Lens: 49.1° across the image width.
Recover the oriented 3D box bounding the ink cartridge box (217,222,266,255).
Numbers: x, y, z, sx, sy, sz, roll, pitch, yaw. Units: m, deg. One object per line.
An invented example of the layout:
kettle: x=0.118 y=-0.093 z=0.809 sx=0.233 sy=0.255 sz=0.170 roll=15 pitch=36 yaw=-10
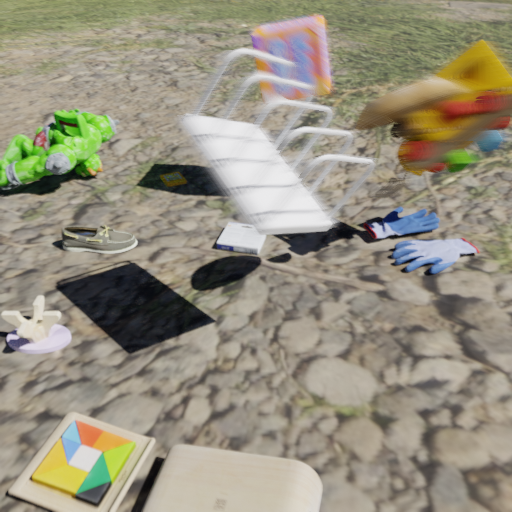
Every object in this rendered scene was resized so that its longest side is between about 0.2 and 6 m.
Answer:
ink cartridge box: x=-0.283 y=-0.379 z=11.924 sx=0.897 sy=0.198 sz=0.914 roll=8 pitch=33 yaw=12

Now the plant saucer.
plant saucer: x=2.181 y=-2.240 z=8.179 sx=1.584 sy=0.280 sz=1.584 roll=-17 pitch=3 yaw=1

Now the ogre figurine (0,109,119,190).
ogre figurine: x=-4.988 y=-2.818 z=14.268 sx=2.088 sy=1.709 sz=3.483 roll=4 pitch=20 yaw=28

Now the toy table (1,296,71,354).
toy table: x=-3.637 y=1.170 z=9.247 sx=1.032 sy=0.605 sz=0.949 roll=-6 pitch=34 yaw=-7

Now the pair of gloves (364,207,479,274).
pair of gloves: x=3.410 y=-0.375 z=11.877 sx=1.848 sy=0.262 sz=2.298 roll=-12 pitch=36 yaw=-20

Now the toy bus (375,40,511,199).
toy bus: x=3.336 y=-2.537 z=10.079 sx=2.726 sy=2.572 sz=1.408 roll=-20 pitch=71 yaw=-17

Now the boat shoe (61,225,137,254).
boat shoe: x=-3.281 y=-0.377 z=11.670 sx=1.551 sy=0.464 sz=0.554 roll=0 pitch=34 yaw=0

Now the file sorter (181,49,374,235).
file sorter: x=0.328 y=-1.521 z=7.569 sx=1.477 sy=1.325 sz=2.129 roll=-6 pitch=55 yaw=-48

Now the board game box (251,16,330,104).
board game box: x=0.788 y=-4.185 z=11.910 sx=1.408 sy=1.407 sz=1.407 roll=-6 pitch=27 yaw=12

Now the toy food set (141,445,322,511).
toy food set: x=-0.375 y=3.086 z=6.505 sx=2.085 sy=0.630 sz=1.496 roll=1 pitch=33 yaw=17

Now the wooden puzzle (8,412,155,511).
wooden puzzle: x=-2.235 y=2.689 z=7.273 sx=1.449 sy=0.270 sz=1.340 roll=10 pitch=36 yaw=15

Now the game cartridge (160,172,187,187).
game cartridge: x=-2.126 y=-1.969 z=14.381 sx=0.530 sy=0.097 sz=0.601 roll=-15 pitch=36 yaw=-21
